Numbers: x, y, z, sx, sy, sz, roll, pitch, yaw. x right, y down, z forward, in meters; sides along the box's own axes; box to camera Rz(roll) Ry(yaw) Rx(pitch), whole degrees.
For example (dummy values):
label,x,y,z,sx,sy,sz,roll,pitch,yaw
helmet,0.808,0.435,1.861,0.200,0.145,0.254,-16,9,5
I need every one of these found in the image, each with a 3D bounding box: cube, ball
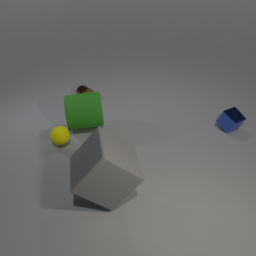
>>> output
label,x,y,z,sx,sy,sz,roll,pitch,yaw
cube,-0.628,1.109,7.711,1.400,1.400,1.400,33,21,-29
cube,4.172,-0.318,11.353,0.700,0.700,0.700,-18,59,-27
ball,-2.523,0.277,10.408,0.700,0.700,0.700,0,31,0

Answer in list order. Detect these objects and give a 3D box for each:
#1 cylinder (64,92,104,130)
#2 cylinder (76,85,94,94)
label,x,y,z,sx,sy,sz,roll,pitch,yaw
cylinder,-1.749,-0.688,11.244,1.400,1.400,1.400,-7,32,-6
cylinder,-2.101,-1.679,13.795,0.700,0.700,0.700,-20,36,-29
